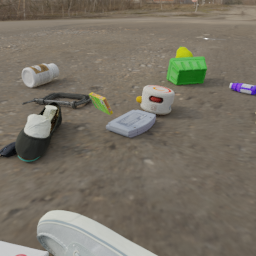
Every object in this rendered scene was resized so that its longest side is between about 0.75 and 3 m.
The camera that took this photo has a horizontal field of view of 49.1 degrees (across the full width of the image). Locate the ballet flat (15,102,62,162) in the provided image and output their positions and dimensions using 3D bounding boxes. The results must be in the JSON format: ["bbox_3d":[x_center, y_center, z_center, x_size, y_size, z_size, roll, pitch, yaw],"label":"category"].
[{"bbox_3d":[-2.517,-0.090,8.069,0.884,0.890,2.601,16,26,-7],"label":"ballet flat"}]

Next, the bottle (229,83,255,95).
[{"bbox_3d":[4.975,-1.719,12.116,1.107,0.361,0.462,19,34,33],"label":"bottle"}]

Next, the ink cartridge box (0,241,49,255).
[{"bbox_3d":[-2.513,2.044,3.031,2.682,1.148,1.979,5,8,13],"label":"ink cartridge box"}]

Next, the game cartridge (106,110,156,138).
[{"bbox_3d":[0.180,-0.161,9.041,1.047,0.318,1.571,15,30,34],"label":"game cartridge"}]

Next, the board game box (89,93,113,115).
[{"bbox_3d":[-0.813,-0.725,8.164,0.162,0.515,1.078,-36,30,-19],"label":"board game box"}]

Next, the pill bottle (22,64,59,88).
[{"bbox_3d":[-4.048,-2.516,13.119,0.910,0.910,1.591,16,30,29],"label":"pill bottle"}]

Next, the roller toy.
[{"bbox_3d":[1.034,-0.982,10.036,1.240,0.867,1.131,-4,26,-31],"label":"roller toy"}]

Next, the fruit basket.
[{"bbox_3d":[2.755,-2.997,13.512,1.926,1.389,1.926,3,41,-2],"label":"fruit basket"}]

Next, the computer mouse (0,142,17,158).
[{"bbox_3d":[-3.427,0.680,7.345,0.448,0.260,1.529,21,33,34],"label":"computer mouse"}]

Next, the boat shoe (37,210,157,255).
[{"bbox_3d":[-0.482,1.988,3.858,2.715,0.947,0.967,12,38,32],"label":"boat shoe"}]

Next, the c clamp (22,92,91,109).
[{"bbox_3d":[-2.619,-1.047,10.916,2.219,0.300,1.895,4,21,12],"label":"c clamp"}]
